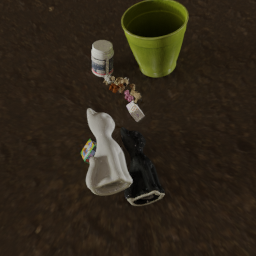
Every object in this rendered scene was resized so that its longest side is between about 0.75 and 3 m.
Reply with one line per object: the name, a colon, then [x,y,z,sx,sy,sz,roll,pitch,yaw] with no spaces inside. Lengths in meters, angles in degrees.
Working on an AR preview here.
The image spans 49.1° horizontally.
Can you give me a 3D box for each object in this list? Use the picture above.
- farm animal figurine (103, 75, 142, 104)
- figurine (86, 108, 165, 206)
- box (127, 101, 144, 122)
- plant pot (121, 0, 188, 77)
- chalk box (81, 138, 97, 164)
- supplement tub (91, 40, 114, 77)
farm animal figurine: [-0.109,-1.177,7.902,0.513,0.984,0.973,-57,40,11]
figurine: [-0.177,0.661,7.137,0.968,2.248,2.194,-31,52,25]
box: [0.197,-0.506,8.101,0.276,1.426,0.295,-38,105,5]
plant pot: [0.903,-2.722,9.028,1.978,1.905,1.978,-5,54,6]
chalk box: [-0.882,0.729,7.631,0.530,0.849,0.527,31,95,-23]
supplement tub: [-0.844,-2.297,9.308,0.727,1.036,0.727,3,49,-3]
